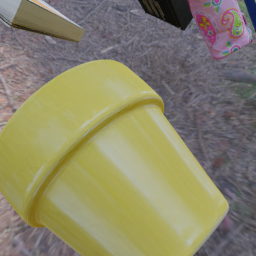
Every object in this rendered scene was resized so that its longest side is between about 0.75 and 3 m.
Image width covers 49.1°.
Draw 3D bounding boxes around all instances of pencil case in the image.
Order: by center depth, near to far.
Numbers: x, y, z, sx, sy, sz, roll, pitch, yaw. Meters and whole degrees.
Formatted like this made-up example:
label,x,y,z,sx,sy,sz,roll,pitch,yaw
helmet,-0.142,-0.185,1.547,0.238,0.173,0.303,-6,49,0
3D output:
label,x,y,z,sx,sy,sz,roll,pitch,yaw
pencil case,1.468,-2.130,4.778,0.828,1.894,0.828,-28,22,13

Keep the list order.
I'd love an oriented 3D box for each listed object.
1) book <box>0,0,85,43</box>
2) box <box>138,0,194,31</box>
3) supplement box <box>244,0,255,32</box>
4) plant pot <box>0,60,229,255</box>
label,x,y,z,sx,sy,sz,roll,pitch,yaw
book,-1.512,-1.848,4.277,1.126,0.405,1.686,38,18,11
box,0.853,-3.621,7.185,1.495,2.118,0.835,40,95,26
supplement box,3.553,-2.658,5.412,1.964,1.962,1.318,-25,94,-49
plant pot,-0.072,0.672,3.363,2.208,2.208,2.077,-37,68,-25
